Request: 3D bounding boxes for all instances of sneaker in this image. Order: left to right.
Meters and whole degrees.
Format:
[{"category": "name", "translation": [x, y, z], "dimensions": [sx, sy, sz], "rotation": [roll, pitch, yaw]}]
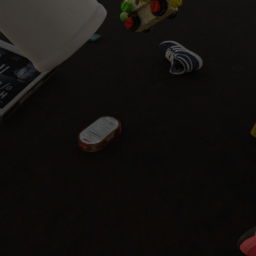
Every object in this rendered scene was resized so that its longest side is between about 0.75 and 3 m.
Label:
[{"category": "sneaker", "translation": [1.515, -2.368, 9.399], "dimensions": [0.971, 0.627, 1.790], "rotation": [-29, 51, -32]}, {"category": "sneaker", "translation": [2.767, 1.976, 4.092], "dimensions": [2.152, 0.793, 0.934], "rotation": [6, 41, 7]}]

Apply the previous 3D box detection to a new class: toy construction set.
[{"category": "toy construction set", "translation": [0.501, -3.167, 6.263], "dimensions": [1.201, 1.709, 2.606], "rotation": [-12, 0, -28]}]

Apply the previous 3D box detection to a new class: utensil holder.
[{"category": "utensil holder", "translation": [-1.744, -2.379, 5.055], "dimensions": [1.809, 2.129, 1.809], "rotation": [-30, 33, 23]}]

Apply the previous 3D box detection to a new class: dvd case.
[{"category": "dvd case", "translation": [-3.752, -1.521, 8.161], "dimensions": [2.188, 0.360, 2.912], "rotation": [23, 42, 2]}]

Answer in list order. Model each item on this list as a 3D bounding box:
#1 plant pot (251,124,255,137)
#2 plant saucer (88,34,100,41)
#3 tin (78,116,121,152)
[{"category": "plant pot", "translation": [4.363, -0.541, 6.354], "dimensions": [1.975, 1.742, 1.976], "rotation": [31, 48, 31]}, {"category": "plant saucer", "translation": [-1.866, -3.819, 11.516], "dimensions": [1.440, 0.137, 0.503], "rotation": [21, 44, 22]}, {"category": "tin", "translation": [-0.679, 0.110, 6.761], "dimensions": [0.686, 0.256, 1.225], "rotation": [22, 45, 30]}]
